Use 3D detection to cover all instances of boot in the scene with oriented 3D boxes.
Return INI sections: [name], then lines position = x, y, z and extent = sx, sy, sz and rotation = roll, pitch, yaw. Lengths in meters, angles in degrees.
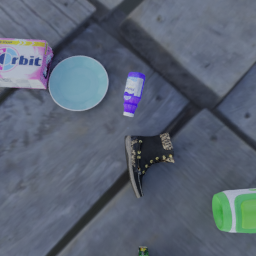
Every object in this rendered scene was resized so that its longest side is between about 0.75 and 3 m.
[boot]
position = 0.673, 1.032, 8.278
extent = 1.406, 0.683, 1.867
rotation = -9, 71, -3

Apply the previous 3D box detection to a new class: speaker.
[speaker]
position = 3.773, 2.222, 7.717
extent = 2.633, 1.165, 1.165
rotation = -4, 75, -1

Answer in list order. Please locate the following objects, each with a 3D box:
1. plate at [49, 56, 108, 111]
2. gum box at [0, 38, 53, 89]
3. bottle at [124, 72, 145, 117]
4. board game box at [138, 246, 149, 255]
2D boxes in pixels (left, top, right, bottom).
[plate]
position = -1.594, -1.437, 9.117
extent = 1.929, 0.246, 1.929
rotation = 0, 76, -1
[gum box]
position = -3.668, -2.071, 8.989
extent = 2.397, 0.792, 1.360
rotation = 3, 75, 1
[bottle]
position = 0.145, -1.008, 8.463
extent = 0.432, 0.552, 1.322
rotation = 11, 93, -41
[board game box]
position = 0.432, 4.489, 6.990
extent = 0.313, 1.400, 2.672
rotation = -1, 76, -1
